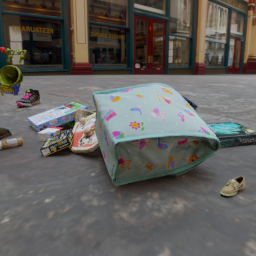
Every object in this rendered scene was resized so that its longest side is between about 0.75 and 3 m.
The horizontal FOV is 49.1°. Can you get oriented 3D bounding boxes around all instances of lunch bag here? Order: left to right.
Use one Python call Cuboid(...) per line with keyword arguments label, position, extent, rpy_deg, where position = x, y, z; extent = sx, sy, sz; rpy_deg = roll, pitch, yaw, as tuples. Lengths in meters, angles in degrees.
Cuboid(label="lunch bag", position=(0.619, 0.018, 6.879), extent=(2.628, 1.602, 2.238), rpy_deg=(-9, 39, -17))

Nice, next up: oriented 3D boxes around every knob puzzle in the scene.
Cuboid(label="knob puzzle", position=(-1.023, -0.077, 8.684), extent=(2.601, 0.361, 2.601), rpy_deg=(-26, 26, 14))

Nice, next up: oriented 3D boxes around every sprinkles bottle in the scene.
Cuboid(label="sprinkles bottle", position=(-3.733, 0.486, 8.852), extent=(0.778, 0.266, 0.266), rpy_deg=(-12, 18, -39))

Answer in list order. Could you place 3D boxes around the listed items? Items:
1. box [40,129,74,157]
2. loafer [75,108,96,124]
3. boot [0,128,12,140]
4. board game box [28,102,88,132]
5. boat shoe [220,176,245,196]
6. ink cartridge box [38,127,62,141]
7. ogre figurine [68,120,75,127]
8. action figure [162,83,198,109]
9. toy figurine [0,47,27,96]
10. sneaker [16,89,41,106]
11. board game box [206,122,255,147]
Cuboid(label="box", position=(-2.119, 0.427, 8.504), extent=(0.874, 0.270, 1.095), rpy_deg=(-25, 15, 0))
Cuboid(label="loafer", position=(-1.051, -0.487, 11.248), extent=(1.046, 0.914, 2.909), rpy_deg=(5, 12, 28))
Cuboid(label="boot", position=(-4.988, -0.147, 9.083), extent=(2.539, 1.230, 0.948), rpy_deg=(-2, 13, 15))
Cuboid(label="board game box", position=(-2.886, -0.490, 11.578), extent=(2.143, 0.392, 1.621), rpy_deg=(-24, 24, -25))
Cuboid(label="boat shoe", position=(2.214, 1.209, 5.916), extent=(0.798, 0.265, 0.295), rpy_deg=(-13, 19, -43))
Cuboid(label="ink cartridge box", position=(-2.719, 0.210, 9.898), extent=(0.520, 0.301, 0.895), rpy_deg=(4, 14, 15))
Cuboid(label="ogre figurine", position=(-2.260, -0.264, 11.704), extent=(0.464, 0.380, 0.774), rpy_deg=(-19, 9, -22))
Cuboid(label="action figure", position=(2.314, -1.366, 15.287), extent=(2.817, 1.474, 2.725), rpy_deg=(26, 9, -25))
Cuboid(label="toy figurine", position=(-3.572, -1.517, 8.370), extent=(2.278, 1.201, 1.364), rpy_deg=(6, -19, 24))
Cuboid(label="sneaker", position=(-6.004, -1.855, 16.883), extent=(0.819, 0.972, 2.221), rpy_deg=(4, 14, 14))
Cuboid(label="board game box", position=(2.900, 0.218, 9.681), extent=(2.796, 0.394, 1.891), rpy_deg=(-4, 14, -16))
